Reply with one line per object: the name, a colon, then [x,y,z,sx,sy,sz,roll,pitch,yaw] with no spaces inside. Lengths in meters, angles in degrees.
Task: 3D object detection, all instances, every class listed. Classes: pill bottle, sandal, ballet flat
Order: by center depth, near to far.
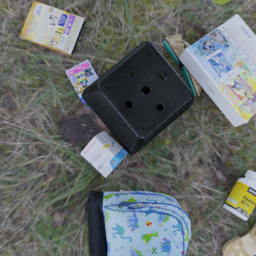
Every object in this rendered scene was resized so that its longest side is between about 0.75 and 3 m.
sandal: [4.242,3.450,8.698,2.667,0.877,0.978,-32,86,-3]
pill bottle: [3.717,2.093,8.860,0.802,0.802,1.440,31,85,3]
ballet flat: [1.995,-2.144,9.230,0.733,0.792,2.247,-29,87,4]

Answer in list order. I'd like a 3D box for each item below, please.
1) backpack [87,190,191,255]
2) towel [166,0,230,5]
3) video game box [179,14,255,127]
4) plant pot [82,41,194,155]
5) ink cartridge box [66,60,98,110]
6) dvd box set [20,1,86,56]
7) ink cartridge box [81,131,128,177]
backpack: [0.368,2.989,8.284,2.896,2.226,2.362,-1,90,-17]
towel: [2.431,-3.386,6.770,2.980,2.140,0.339,-21,108,-43]
video game box: [3.451,-1.882,8.933,2.594,0.667,2.848,-36,86,-24]
plant pot: [0.372,-0.919,8.206,2.687,2.389,2.694,-40,93,-3]
ink cartridge box: [-1.371,-1.461,9.434,0.876,0.308,1.468,-29,87,-2]
dvd box set: [-2.566,-3.403,9.602,1.875,0.276,1.372,19,85,1]
ink cartridge box: [-0.739,0.796,8.846,1.098,0.802,0.806,43,113,3]
